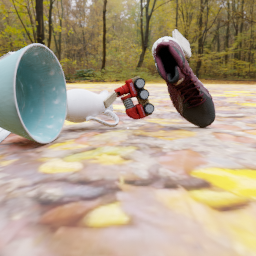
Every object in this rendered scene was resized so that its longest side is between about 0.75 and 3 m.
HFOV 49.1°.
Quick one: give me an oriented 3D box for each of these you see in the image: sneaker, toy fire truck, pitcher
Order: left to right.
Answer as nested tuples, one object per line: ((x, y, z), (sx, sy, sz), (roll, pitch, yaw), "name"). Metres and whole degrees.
((-1.085, -0.503, 7.910), (1.560, 0.945, 1.338), (-8, 51, -41), "pitcher")
((-0.023, -0.640, 7.025), (1.169, 1.029, 0.752), (-22, 9, -7), "toy fire truck")
((1.424, -1.046, 7.424), (1.076, 2.844, 1.643), (-31, 9, 19), "sneaker")

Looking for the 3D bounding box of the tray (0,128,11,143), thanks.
((-3.401, 0.169, 6.822), (0.825, 0.170, 1.536), (-1, 11, -12), "tray")

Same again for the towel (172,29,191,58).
((1.739, -2.762, 9.148), (0.726, 0.189, 1.095), (36, 35, -21), "towel")

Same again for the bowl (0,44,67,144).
((-2.349, -0.736, 6.293), (1.138, 2.175, 2.175), (0, 11, 14), "bowl")

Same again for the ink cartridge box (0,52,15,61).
((-4.143, -1.596, 10.008), (1.675, 1.682, 2.293), (-30, 18, 0), "ink cartridge box")
